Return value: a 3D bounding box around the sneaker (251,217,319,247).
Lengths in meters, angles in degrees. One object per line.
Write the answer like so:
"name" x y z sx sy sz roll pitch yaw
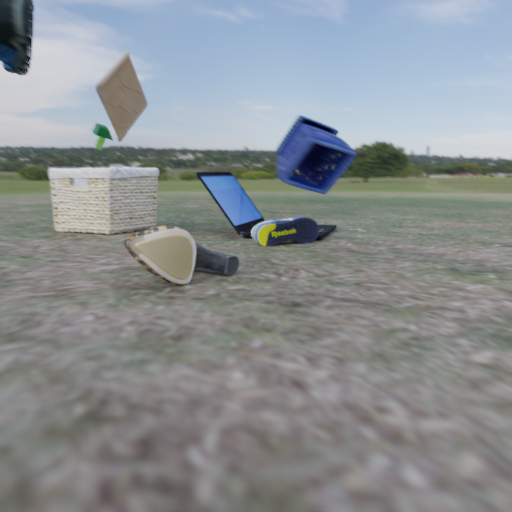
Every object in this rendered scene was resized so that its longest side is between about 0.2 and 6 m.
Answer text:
"sneaker" 0.704 -0.622 13.788 1.825 0.675 0.751 -4 7 -28

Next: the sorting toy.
"sorting toy" -2.699 -2.864 10.643 0.263 1.323 1.790 11 52 18

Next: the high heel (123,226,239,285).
"high heel" -1.630 -0.085 9.147 1.715 0.859 2.405 13 -1 36

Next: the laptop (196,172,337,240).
"laptop" 0.429 -1.505 15.936 3.431 1.772 3.041 2 9 15

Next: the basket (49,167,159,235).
"basket" -4.496 -1.706 16.724 2.368 1.922 2.390 4 9 26

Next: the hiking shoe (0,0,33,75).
"hiking shoe" -3.987 -3.498 8.743 0.906 0.777 2.090 4 -8 -23

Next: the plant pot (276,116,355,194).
"plant pot" 0.974 -1.832 9.928 1.015 1.015 0.913 12 42 -31
